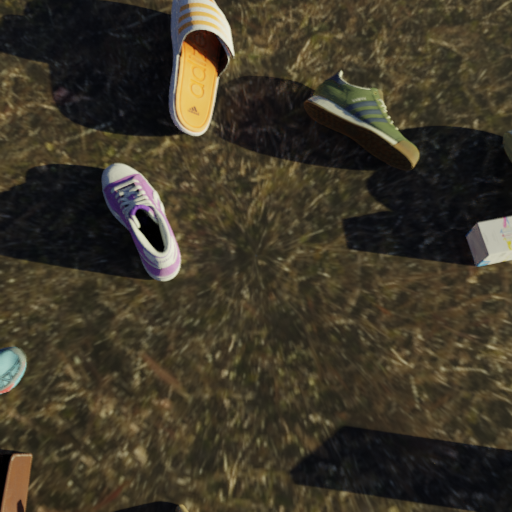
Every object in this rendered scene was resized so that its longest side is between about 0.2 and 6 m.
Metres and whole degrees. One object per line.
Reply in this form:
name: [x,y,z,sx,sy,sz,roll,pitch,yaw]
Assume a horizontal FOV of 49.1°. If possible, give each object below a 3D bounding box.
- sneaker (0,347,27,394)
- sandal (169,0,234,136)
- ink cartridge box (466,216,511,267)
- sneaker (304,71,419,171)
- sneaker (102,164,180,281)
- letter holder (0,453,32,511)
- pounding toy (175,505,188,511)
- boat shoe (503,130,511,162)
sneaker: [-4.814,2.214,9.574,1.842,0.880,0.731,-33,87,-13]
sandal: [-1.011,-4.142,11.503,1.304,0.975,3.404,11,73,-39]
ink cartridge box: [4.673,-0.302,10.572,1.071,0.688,0.670,-11,70,-3]
sneaker: [2.333,-2.860,11.333,2.586,0.867,1.161,34,78,13]
sneaker: [-2.151,-0.916,10.348,0.949,1.493,2.618,-30,72,-13]
letter holder: [-4.357,4.127,8.693,1.004,1.419,1.997,0,71,0]
pounding toy: [-1.757,5.094,8.707,3.156,1.810,1.804,10,99,13]
boat shoe: [5.715,-1.495,10.858,0.780,0.910,2.488,-18,68,2]
